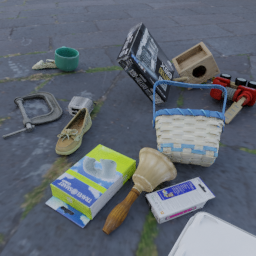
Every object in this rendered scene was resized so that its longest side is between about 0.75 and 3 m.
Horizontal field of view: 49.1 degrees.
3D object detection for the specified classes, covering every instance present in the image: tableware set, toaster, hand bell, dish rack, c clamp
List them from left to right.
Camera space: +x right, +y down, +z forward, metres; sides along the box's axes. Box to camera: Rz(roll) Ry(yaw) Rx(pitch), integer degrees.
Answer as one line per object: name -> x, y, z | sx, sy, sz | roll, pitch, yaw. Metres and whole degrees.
c clamp -> -4.193, -0.793, 12.145 | 2.503, 0.397, 2.930 | -13, 39, -17
toaster -> -2.004, -0.887, 12.069 | 1.168, 0.664, 0.755 | 12, 42, 12
hand bell -> 0.148, 1.951, 8.150 | 1.370, 1.370, 2.632 | 25, 56, 30
tableware set -> 3.981, -2.411, 14.459 | 1.428, 0.219, 0.962 | -22, 42, -26
dish rack -> 2.405, 3.189, 6.711 | 2.604, 0.567, 2.235 | 21, 42, 27

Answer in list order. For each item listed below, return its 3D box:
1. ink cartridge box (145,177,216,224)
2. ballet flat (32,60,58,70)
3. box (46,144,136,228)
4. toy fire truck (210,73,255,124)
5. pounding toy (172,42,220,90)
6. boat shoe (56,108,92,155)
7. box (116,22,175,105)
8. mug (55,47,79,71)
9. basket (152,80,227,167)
ink cartridge box -> 1.548, 2.104, 8.326 | 1.892, 0.351, 0.896 | -16, 39, -16
ballet flat -> -4.677, -3.617, 15.838 | 1.519, 0.528, 0.528 | -6, 37, -8
box -> -1.107, 1.649, 8.708 | 1.592, 0.622, 2.611 | 22, 41, 28
toy fire truck -> 4.443, -1.299, 12.262 | 1.972, 1.441, 2.240 | 24, 33, 28
pounding toy -> 2.958, -2.588, 13.861 | 2.813, 1.287, 2.471 | -29, 33, 16
boat shoe -> -2.091, 0.098, 10.661 | 0.863, 0.738, 2.354 | 8, 38, 10
box -> 0.901, -2.763, 12.289 | 0.714, 2.868, 2.261 | -14, 43, 39
mug -> -3.364, -3.821, 15.617 | 1.293, 0.973, 1.573 | 14, 38, 4
basket -> 2.019, -0.251, 9.649 | 2.571, 2.028, 2.916 | 7, 75, 8
